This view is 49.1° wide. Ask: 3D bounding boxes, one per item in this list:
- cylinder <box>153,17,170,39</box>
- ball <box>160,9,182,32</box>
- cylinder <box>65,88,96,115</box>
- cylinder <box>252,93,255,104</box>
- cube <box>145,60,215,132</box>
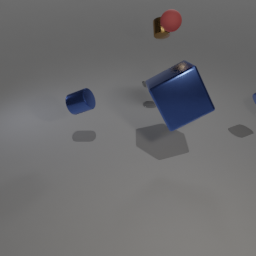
[{"bbox_3d":[1.441,-4.299,12.061,0.700,0.700,0.700,-2,-7,0],"label":"cylinder"},{"bbox_3d":[1.410,-3.511,9.175,0.700,0.700,0.700,0,32,0],"label":"ball"},{"bbox_3d":[-1.506,-0.842,8.932,0.700,0.700,0.700,-16,26,23],"label":"cylinder"},{"bbox_3d":[4.645,-1.015,9.287,0.700,0.700,0.700,-32,33,6],"label":"cylinder"},{"bbox_3d":[1.474,-0.982,8.244,1.400,1.400,1.400,-27,18,9],"label":"cube"}]
